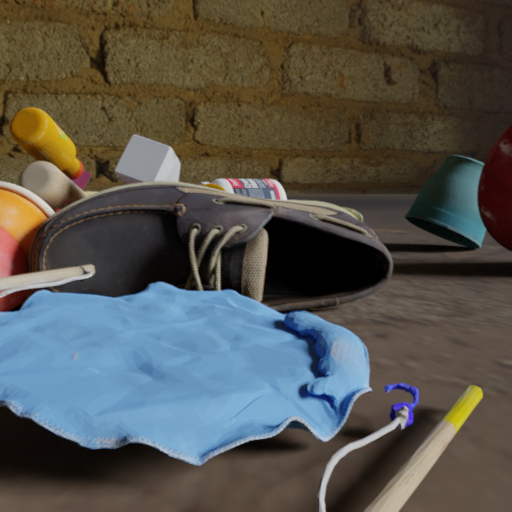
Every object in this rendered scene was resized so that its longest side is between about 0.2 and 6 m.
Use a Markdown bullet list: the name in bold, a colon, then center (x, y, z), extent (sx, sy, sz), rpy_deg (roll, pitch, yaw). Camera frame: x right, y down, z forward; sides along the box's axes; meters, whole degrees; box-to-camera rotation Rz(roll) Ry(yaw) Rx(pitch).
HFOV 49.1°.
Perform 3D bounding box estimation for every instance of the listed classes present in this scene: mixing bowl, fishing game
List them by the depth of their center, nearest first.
- **fishing game**: center (-0.448, 0.568, 3.076), extent (3.031, 0.471, 2.170), rpy_deg (13, 13, 28)
- **mixing bowl**: center (4.125, -0.678, 6.865), extent (2.392, 2.392, 1.295), rpy_deg (0, 31, 0)

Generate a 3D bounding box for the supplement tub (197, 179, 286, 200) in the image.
- **supplement tub**: center (-0.341, -0.957, 11.306), extent (1.696, 1.190, 1.190), rpy_deg (-4, 8, -27)

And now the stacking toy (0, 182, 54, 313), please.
- **stacking toy**: center (-2.354, 0.177, 4.470), extent (1.205, 1.205, 1.649), rpy_deg (1, 24, 9)

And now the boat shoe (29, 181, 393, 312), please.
- **boat shoe**: center (-0.254, -0.056, 4.860), extent (3.213, 1.197, 1.178), rpy_deg (-4, 9, -20)

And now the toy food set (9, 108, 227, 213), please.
- **toy food set**: center (-1.755, -0.644, 7.323), extent (3.136, 1.497, 1.411), rpy_deg (20, -12, 11)

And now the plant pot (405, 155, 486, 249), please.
- **plant pot**: center (3.432, -0.962, 9.548), extent (1.345, 1.264, 1.345), rpy_deg (25, 1, -1)

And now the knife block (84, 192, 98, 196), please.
- **knife block**: center (-3.628, -0.727, 10.594), extent (3.012, 0.964, 2.644), rpy_deg (-2, 7, -12)

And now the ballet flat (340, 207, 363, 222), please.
- **ballet flat**: center (1.835, -0.939, 13.558), extent (0.550, 0.550, 1.556), rpy_deg (-7, 20, -43)

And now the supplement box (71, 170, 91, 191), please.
- **supplement box**: center (-3.399, -1.472, 10.471), extent (0.457, 0.355, 0.828), rpy_deg (29, -5, -22)
